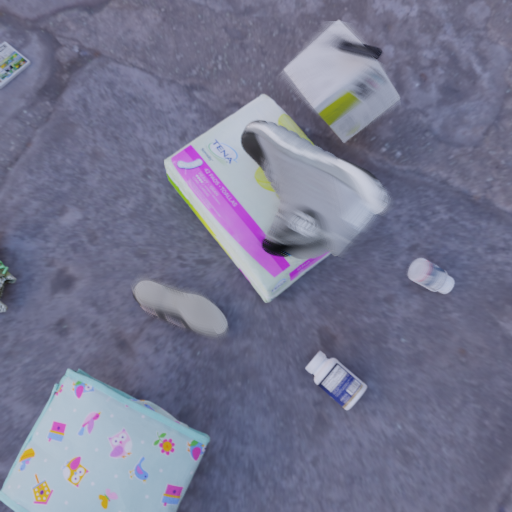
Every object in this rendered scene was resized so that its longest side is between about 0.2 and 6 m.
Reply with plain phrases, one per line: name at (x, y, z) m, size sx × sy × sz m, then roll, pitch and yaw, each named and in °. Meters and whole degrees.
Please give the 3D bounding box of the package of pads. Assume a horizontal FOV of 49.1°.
package of pads at (0.216, -1.243, 11.044) m, size 2.670 × 1.179 × 3.456 m, roll -36°, pitch 75°, yaw -11°

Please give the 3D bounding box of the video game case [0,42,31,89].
video game case at (-5.735, -4.305, 12.656) m, size 0.858 × 0.104 × 0.941 m, roll 39°, pitch 75°, yaw 12°

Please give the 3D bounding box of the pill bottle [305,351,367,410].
pill bottle at (1.430, 2.239, 10.184) m, size 1.055 × 0.586 × 0.586 m, roll 40°, pitch 76°, yaw 13°

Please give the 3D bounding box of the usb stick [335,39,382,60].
usb stick at (1.710, -3.482, 9.435) m, size 0.851 × 0.139 × 0.236 m, roll 28°, pitch 65°, yaw 33°

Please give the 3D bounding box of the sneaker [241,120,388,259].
sneaker at (0.426, -0.995, 9.247) m, size 3.187 × 1.196 × 1.841 m, roll 35°, pitch 87°, yaw 41°

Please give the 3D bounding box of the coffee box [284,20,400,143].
coffee box at (1.627, -3.267, 10.617) m, size 1.360 × 1.345 × 1.358 m, roll -38°, pitch 54°, yaw 16°

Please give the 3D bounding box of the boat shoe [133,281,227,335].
boat shoe at (-1.444, 1.003, 10.656) m, size 1.871 × 0.533 × 0.625 m, roll 24°, pitch 66°, yaw -3°

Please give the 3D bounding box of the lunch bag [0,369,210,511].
lunch bag at (-2.469, 3.424, 9.222) m, size 2.762 × 1.684 × 2.353 m, roll 25°, pitch 74°, yaw 2°

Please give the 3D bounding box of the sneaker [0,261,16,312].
sneaker at (-5.090, 0.333, 10.890) m, size 0.821 × 0.712 × 1.853 m, roll 3°, pitch 74°, yaw -17°

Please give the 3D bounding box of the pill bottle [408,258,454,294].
pill bottle at (3.375, 0.410, 10.758) m, size 0.801 × 0.479 × 0.479 m, roll 27°, pitch 71°, yaw -20°
